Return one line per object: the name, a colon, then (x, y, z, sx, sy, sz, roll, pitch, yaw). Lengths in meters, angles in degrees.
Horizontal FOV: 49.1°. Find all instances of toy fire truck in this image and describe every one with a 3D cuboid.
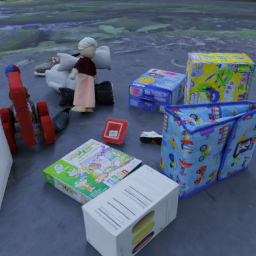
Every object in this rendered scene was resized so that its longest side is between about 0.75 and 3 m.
toy fire truck: (-3.515, -0.746, 9.349, 1.641, 2.458, 2.927, -11, 33, -18)

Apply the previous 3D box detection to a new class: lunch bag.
lunch bag: (2.488, 0.403, 7.732, 2.904, 2.186, 1.366, -11, 34, -17)

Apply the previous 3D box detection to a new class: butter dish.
butter dish: (-0.384, 0.181, 9.667, 0.859, 0.635, 0.857, 9, 73, 25)

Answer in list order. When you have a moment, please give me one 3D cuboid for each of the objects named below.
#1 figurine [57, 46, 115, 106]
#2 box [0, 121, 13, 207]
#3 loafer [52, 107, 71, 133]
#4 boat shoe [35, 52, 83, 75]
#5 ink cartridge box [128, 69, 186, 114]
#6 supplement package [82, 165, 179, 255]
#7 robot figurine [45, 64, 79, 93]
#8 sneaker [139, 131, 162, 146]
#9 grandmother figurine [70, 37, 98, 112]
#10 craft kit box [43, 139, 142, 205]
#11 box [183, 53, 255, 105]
figurine: (-1.857, -2.153, 11.945, 2.376, 2.435, 1.048, -5, -2, -1)
box: (-4.167, 0.701, 6.831, 1.712, 2.619, 2.605, -8, 32, -8)
loafer: (-2.470, -0.369, 10.490, 0.540, 0.522, 1.537, -37, 22, 20)
boat shoe: (-3.793, -3.560, 15.513, 2.862, 0.852, 1.028, -16, 35, -25)
ink cartridge box: (1.231, -1.563, 12.112, 1.861, 1.041, 2.727, 16, 36, 24)
supplement package: (0.106, 1.903, 6.301, 1.964, 1.117, 1.076, -28, 40, -36)
robot figurine: (-2.725, -2.174, 12.834, 2.268, 1.280, 1.923, 18, 39, 26)
sneaker: (0.970, 0.300, 9.630, 1.099, 0.387, 0.514, 5, 37, 13)
grandmother figurine: (-1.650, -2.103, 11.135, 0.875, 2.888, 1.751, 6, 6, 13)
craft kit box: (-0.973, 1.238, 8.062, 2.011, 0.494, 2.036, 18, 35, 31)
box: (3.411, -1.622, 10.937, 2.212, 2.297, 1.401, 2, 31, 3)
